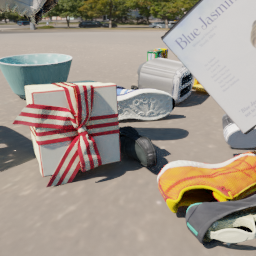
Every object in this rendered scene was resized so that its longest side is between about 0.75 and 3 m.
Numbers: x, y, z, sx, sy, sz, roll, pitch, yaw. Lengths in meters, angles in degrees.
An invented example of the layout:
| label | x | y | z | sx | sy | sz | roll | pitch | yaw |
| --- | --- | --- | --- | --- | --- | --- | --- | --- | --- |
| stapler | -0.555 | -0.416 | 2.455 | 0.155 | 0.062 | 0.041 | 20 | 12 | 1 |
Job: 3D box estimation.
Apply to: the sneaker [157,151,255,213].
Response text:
| label | x | y | z | sx | sy | sz | roll | pitch | yaw |
| --- | --- | --- | --- | --- | --- | --- | --- | --- | --- |
| sneaker | 1.823 | 1.071 | 5.104 | 2.554 | 0.932 | 0.985 | -9 | 44 | -8 |

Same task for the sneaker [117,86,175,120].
| label | x | y | z | sx | sy | sz | roll | pitch | yaw |
| --- | --- | --- | --- | --- | --- | --- | --- | --- | --- |
| sneaker | 0.084 | -1.026 | 9.478 | 2.622 | 1.056 | 1.920 | -8 | 28 | -5 |

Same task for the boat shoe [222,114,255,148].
| label | x | y | z | sx | sy | sz | roll | pitch | yaw |
| --- | --- | --- | --- | --- | --- | --- | --- | --- | --- |
| boat shoe | 3.883 | -0.077 | 7.110 | 2.889 | 1.036 | 0.979 | -3 | 47 | 9 |

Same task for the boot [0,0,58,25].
| label | x | y | z | sx | sy | sz | roll | pitch | yaw |
| --- | --- | --- | --- | --- | --- | --- | --- | --- | --- |
| boot | -2.440 | -2.650 | 5.727 | 2.893 | 1.382 | 1.064 | -27 | 23 | 25 |

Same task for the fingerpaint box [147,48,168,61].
| label | x | y | z | sx | sy | sz | roll | pitch | yaw |
| --- | --- | --- | --- | --- | --- | --- | --- | --- | --- |
| fingerpaint box | 1.406 | -2.966 | 13.448 | 0.568 | 1.550 | 1.293 | 14 | 26 | 27 |

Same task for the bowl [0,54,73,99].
| label | x | y | z | sx | sy | sz | roll | pitch | yaw |
| --- | --- | --- | --- | --- | --- | --- | --- | --- | --- |
| bowl | -3.674 | -2.102 | 11.457 | 2.894 | 1.513 | 2.894 | 0 | 24 | 0 |

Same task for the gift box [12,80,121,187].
| label | x | y | z | sx | sy | sz | roll | pitch | yaw |
| --- | --- | --- | --- | --- | --- | --- | --- | --- | --- |
| gift box | -1.367 | -0.013 | 6.180 | 2.117 | 1.953 | 1.977 | -15 | 18 | -23 |

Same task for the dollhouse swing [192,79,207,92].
| label | x | y | z | sx | sy | sz | roll | pitch | yaw |
| --- | --- | --- | --- | --- | --- | --- | --- | --- | --- |
| dollhouse swing | 3.566 | -2.142 | 12.064 | 1.451 | 1.319 | 1.276 | 13 | 5 | 27 |

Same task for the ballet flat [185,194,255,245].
| label | x | y | z | sx | sy | sz | roll | pitch | yaw |
| --- | --- | --- | --- | --- | --- | --- | --- | --- | --- |
| ballet flat | 1.907 | 1.404 | 4.273 | 2.010 | 0.734 | 0.734 | -8 | 23 | -3 |

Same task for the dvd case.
| label | x | y | z | sx | sy | sz | roll | pitch | yaw |
| --- | --- | --- | --- | --- | --- | --- | --- | --- | --- |
| dvd case | 1.853 | -1.250 | 4.639 | 2.257 | 1.610 | 0.198 | 51 | 21 | 8 |

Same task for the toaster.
| label | x | y | z | sx | sy | sz | roll | pitch | yaw |
| --- | --- | --- | --- | --- | --- | --- | --- | --- | --- |
| toaster | 1.463 | -1.829 | 10.851 | 1.709 | 1.504 | 2.646 | 15 | 25 | 26 |

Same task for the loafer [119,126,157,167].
| label | x | y | z | sx | sy | sz | roll | pitch | yaw |
| --- | --- | --- | --- | --- | --- | --- | --- | --- | --- |
| loafer | 0.094 | 0.448 | 6.623 | 0.677 | 0.655 | 1.928 | -13 | 21 | -18 |
